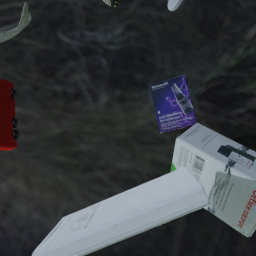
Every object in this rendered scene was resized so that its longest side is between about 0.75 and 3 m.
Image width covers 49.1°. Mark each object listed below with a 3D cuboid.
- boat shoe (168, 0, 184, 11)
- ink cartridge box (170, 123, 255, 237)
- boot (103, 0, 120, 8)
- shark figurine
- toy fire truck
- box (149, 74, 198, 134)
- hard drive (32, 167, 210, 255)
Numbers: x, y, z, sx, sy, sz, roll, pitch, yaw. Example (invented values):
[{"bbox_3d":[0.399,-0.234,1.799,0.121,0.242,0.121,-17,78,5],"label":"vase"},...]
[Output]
[{"bbox_3d":[1.366,-3.315,6.693,0.406,0.335,1.184,35,100,51],"label":"boat shoe"},{"bbox_3d":[2.035,1.074,6.080,2.099,1.538,0.872,32,46,31],"label":"ink cartridge box"},{"bbox_3d":[-0.146,-3.376,7.014,1.057,0.798,0.382,34,51,8],"label":"boot"},{"bbox_3d":[-3.343,-2.273,6.254,2.336,0.975,1.396,10,83,10],"label":"shark figurine"},{"bbox_3d":[-3.225,0.106,6.667,1.560,0.539,2.212,-18,75,39],"label":"toy fire truck"},{"bbox_3d":[1.184,-0.603,7.213,0.968,0.682,1.308,-15,89,16],"label":"box"},{"bbox_3d":[-0.075,1.385,4.627,2.565,1.691,0.337,-23,90,4],"label":"hard drive"}]
